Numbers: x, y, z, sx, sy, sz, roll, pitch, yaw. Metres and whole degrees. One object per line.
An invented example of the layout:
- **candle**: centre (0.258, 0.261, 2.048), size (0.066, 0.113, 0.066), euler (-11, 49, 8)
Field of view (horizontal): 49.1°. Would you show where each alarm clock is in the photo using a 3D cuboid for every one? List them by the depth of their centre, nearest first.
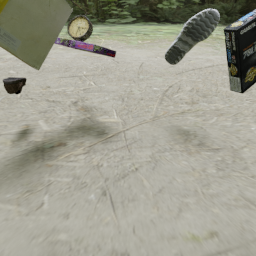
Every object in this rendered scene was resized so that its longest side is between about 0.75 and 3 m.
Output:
- **alarm clock**: centre (-1.463, -2.977, 8.720), size (0.770, 1.142, 0.380), euler (-13, -17, 14)

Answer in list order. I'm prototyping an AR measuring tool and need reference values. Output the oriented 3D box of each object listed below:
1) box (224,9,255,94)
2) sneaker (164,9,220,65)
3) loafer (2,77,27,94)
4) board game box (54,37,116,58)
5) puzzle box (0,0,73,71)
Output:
- **box**: centre (1.448, -0.918, 3.217), size (0.778, 0.773, 0.193), euler (-34, 37, -21)
- **sneaker**: centre (1.578, -2.380, 7.127), size (0.626, 1.676, 0.687), euler (42, 37, -12)
- **loafer**: centre (-3.018, -1.115, 7.435), size (0.450, 0.437, 1.232), euler (1, 13, -3)
- **board game box**: centre (-1.172, -2.163, 7.485), size (1.522, 0.246, 0.913), euler (21, 10, 32)
- **puzzle box**: centre (-2.404, -2.602, 5.885), size (0.347, 1.817, 2.730), euler (28, -3, 25)
